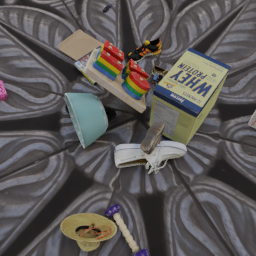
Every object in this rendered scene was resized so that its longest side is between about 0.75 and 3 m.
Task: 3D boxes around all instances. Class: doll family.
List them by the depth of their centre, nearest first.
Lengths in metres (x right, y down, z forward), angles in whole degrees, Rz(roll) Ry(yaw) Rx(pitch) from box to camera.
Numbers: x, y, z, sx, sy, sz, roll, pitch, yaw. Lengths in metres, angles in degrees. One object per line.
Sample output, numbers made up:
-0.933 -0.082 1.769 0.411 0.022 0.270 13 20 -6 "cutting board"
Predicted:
1.505 -2.171 12.914 0.941 0.544 0.369 39 41 22 "doll family"

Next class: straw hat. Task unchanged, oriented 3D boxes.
-1.309 3.569 9.173 1.844 1.844 0.781 6 101 4 "straw hat"

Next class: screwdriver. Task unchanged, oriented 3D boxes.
-0.883 -7.111 16.087 0.231 0.241 1.659 33 61 18 "screwdriver"

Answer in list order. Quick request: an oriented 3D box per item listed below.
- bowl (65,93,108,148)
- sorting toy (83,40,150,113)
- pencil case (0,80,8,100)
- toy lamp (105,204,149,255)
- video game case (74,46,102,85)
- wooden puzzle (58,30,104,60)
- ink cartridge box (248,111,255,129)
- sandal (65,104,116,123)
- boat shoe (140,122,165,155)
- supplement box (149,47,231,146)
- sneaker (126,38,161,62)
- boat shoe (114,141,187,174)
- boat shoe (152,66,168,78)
-1.523 -0.444 10.762 1.156 2.209 2.209 -20 61 -15 "bowl"
-0.218 -2.100 10.622 2.543 0.890 2.558 34 25 -17 "sorting toy"
-5.757 -1.723 12.644 0.476 0.461 1.016 -39 63 18 "pencil case"
0.008 3.614 9.279 0.651 0.651 2.238 -29 63 -16 "toy lamp"
-1.473 -3.020 13.406 1.669 0.213 1.508 -39 76 -21 "video game case"
-2.309 -4.038 14.150 1.843 0.343 1.705 37 65 15 "wooden puzzle"
5.837 -0.292 11.404 1.446 1.047 0.607 26 61 15 "ink cartridge box"
-1.634 -0.707 11.990 2.262 0.484 0.860 11 59 7 "sandal"
0.907 0.360 9.903 0.500 0.492 1.342 18 60 41 "boat shoe"
2.302 -1.104 10.971 1.762 2.622 2.624 31 63 17 "supplement box"
0.760 -3.889 13.711 1.908 0.859 0.667 -22 61 -13 "sneaker"
0.849 1.204 10.521 2.757 1.019 1.176 -2 59 2 "boat shoe"
1.727 -2.469 13.045 1.404 0.520 0.519 28 63 16 "boat shoe"
